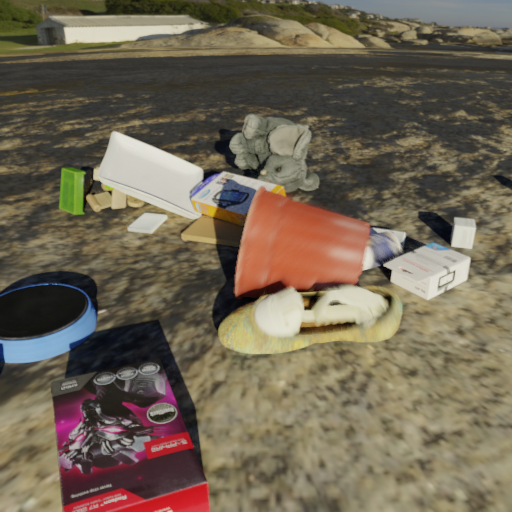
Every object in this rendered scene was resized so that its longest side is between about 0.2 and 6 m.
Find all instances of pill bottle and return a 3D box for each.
[{"bbox_3d":[2.163,-0.071,10.795,1.121,0.622,0.622,-14,30,-27],"label":"pill bottle"}]

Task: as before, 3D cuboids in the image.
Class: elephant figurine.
[{"bbox_3d":[0.723,-2.324,14.407,2.051,2.249,2.899,22,20,-41],"label":"elephant figurine"}]

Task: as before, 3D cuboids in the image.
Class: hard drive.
[{"bbox_3d":[-2.466,-0.752,12.758,0.577,0.117,0.875,7,28,13],"label":"hard drive"}]

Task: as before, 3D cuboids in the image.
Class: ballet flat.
[{"bbox_3d":[0.836,0.865,8.405,2.815,0.995,0.995,-2,26,-7],"label":"ballet flat"}]

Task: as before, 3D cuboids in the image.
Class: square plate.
[{"bbox_3d":[-2.502,-1.925,13.621,2.500,0.359,2.524,21,31,-18],"label":"square plate"}]

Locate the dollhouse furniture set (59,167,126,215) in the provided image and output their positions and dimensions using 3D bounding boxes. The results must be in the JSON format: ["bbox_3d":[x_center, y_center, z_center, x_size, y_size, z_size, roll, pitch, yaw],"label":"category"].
[{"bbox_3d":[-3.559,-1.694,14.129,1.334,1.031,2.669,19,20,34],"label":"dollhouse furniture set"}]

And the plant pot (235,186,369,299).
[{"bbox_3d":[0.823,-0.023,9.500,1.928,1.982,1.982,12,28,7],"label":"plant pot"}]

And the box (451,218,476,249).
[{"bbox_3d":[4.349,-0.483,11.787,0.425,0.494,0.496,7,27,14],"label":"box"}]

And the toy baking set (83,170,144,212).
[{"bbox_3d":[-3.604,-1.810,14.711,2.232,0.338,2.908,2,32,-8],"label":"toy baking set"}]

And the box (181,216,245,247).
[{"bbox_3d":[-0.756,-0.547,12.296,1.436,0.153,1.174,9,27,17],"label":"box"}]

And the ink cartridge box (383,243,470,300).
[{"bbox_3d":[3.070,0.300,10.186,1.481,0.502,0.859,-19,32,-33],"label":"ink cartridge box"}]

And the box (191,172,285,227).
[{"bbox_3d":[-0.502,-1.327,12.894,2.077,0.431,1.236,18,49,37],"label":"box"}]

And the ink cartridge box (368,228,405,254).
[{"bbox_3d":[2.512,-0.467,12.000,1.323,0.288,1.148,8,29,17],"label":"ink cartridge box"}]

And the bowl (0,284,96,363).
[{"bbox_3d":[-3.513,1.002,8.933,1.862,0.366,1.862,0,27,0],"label":"bowl"}]

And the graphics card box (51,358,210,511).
[{"bbox_3d":[-1.515,2.143,6.384,1.430,0.580,2.279,-10,27,-18],"label":"graphics card box"}]
